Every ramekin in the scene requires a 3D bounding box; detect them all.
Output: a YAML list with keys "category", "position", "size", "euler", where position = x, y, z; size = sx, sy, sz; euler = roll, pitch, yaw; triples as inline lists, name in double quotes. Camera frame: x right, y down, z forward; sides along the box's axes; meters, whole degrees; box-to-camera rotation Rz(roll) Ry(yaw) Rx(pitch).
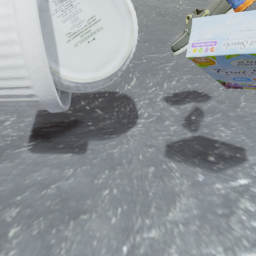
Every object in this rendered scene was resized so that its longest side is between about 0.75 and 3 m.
- category: "ramekin"
  position: [-0.944, -1.865, 5.503]
  size: [2.426, 2.426, 1.273]
  euler: [-8, 13, -11]
- category: "ramekin"
  position: [-2.132, -1.708, 5.334]
  size: [1.571, 2.994, 2.994]
  euler: [-8, 37, -3]

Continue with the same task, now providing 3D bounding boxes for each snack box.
- category: "snack box"
  position: [1.825, -0.961, 3.817]
  size: [1.450, 0.582, 1.719]
  euler: [8, -4, 38]

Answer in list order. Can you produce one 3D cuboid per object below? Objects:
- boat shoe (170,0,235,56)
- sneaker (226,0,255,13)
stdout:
- category: "boat shoe"
  position: [1.771, -2.508, 6.455]
  size: [0.662, 2.213, 0.791]
  euler: [50, 42, -7]
- category: "sneaker"
  position: [1.758, -2.337, 4.119]
  size: [0.505, 0.485, 1.288]
  euler: [30, 72, -20]
